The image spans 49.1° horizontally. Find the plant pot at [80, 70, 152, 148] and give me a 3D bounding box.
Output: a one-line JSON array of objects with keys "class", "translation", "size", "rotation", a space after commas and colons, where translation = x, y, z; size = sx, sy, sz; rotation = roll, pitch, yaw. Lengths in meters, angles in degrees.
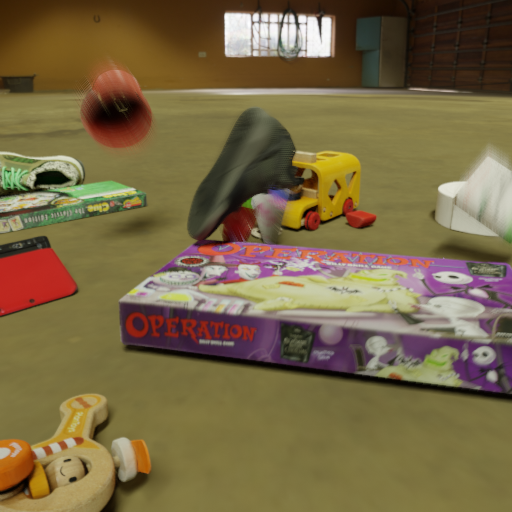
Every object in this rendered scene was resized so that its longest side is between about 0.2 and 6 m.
[{"class": "plant pot", "translation": [-2.228, -2.429, 8.951], "size": [1.060, 1.060, 1.031], "rotation": [-4, 37, -11]}]

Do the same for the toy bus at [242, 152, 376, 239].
[{"class": "toy bus", "translation": [1.000, -1.395, 11.199], "size": [2.460, 1.347, 2.607], "rotation": [-3, 20, -6]}]

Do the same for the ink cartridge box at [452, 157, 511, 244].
[{"class": "ink cartridge box", "translation": [3.660, -0.848, 8.447], "size": [1.088, 0.794, 0.459], "rotation": [39, -2, 17]}]

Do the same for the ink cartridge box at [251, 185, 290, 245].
[{"class": "ink cartridge box", "translation": [0.223, -1.004, 9.842], "size": [0.256, 1.182, 1.160], "rotation": [-2, 45, -15]}]

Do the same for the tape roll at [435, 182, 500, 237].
[{"class": "tape roll", "translation": [4.504, -0.959, 11.013], "size": [1.886, 0.660, 1.886], "rotation": [1, 20, 0]}]

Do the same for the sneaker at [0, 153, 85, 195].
[{"class": "sneaker", "translation": [-5.307, -1.831, 12.823], "size": [2.666, 1.025, 1.181], "rotation": [-7, 18, -15]}]

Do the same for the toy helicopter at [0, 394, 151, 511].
[{"class": "toy helicopter", "translation": [-1.365, 1.488, 4.349], "size": [1.173, 0.700, 1.773], "rotation": [-6, 11, -6]}]

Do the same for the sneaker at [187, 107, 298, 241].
[{"class": "sneaker", "translation": [-0.126, -0.983, 8.089], "size": [1.176, 2.052, 0.785], "rotation": [25, 11, -36]}]

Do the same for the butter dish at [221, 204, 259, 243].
[{"class": "butter dish", "translation": [-0.328, -0.473, 8.672], "size": [0.518, 0.701, 0.699], "rotation": [25, 40, 4]}]

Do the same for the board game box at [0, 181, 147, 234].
[{"class": "board game box", "translation": [-4.140, -1.094, 11.852], "size": [3.215, 0.377, 1.685], "rotation": [-16, 23, -37]}]

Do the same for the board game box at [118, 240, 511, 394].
[{"class": "board game box", "translation": [0.934, 0.540, 6.861], "size": [4.430, 0.715, 2.659], "rotation": [5, 14, 13]}]

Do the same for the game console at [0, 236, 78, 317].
[{"class": "game console", "translation": [-3.710, 0.442, 7.883], "size": [1.779, 1.056, 1.533], "rotation": [-17, -5, -40]}]
